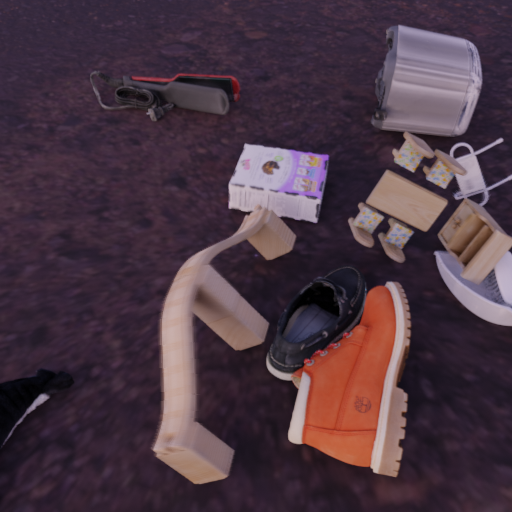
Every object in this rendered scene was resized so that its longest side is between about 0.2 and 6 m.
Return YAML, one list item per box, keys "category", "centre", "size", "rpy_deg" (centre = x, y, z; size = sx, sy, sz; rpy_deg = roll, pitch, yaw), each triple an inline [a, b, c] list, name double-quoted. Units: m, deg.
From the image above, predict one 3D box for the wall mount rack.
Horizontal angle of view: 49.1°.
- category: "wall mount rack"
  centre: [4.268, -1.644, 10.747]
  size: [1.129, 1.299, 0.484]
  rpy_deg: [-18, 14, 25]

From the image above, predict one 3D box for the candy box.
- category: "candy box"
  centre: [0.459, -1.455, 10.987]
  size: [1.746, 0.625, 1.465]
  rpy_deg: [10, 44, 7]

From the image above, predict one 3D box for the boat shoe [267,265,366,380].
- category: "boat shoe"
  centre: [1.000, 0.783, 8.631]
  size: [0.932, 0.827, 2.493]
  rpy_deg: [29, 50, 29]

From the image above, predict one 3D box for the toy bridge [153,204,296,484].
- category: "toy bridge"
  centre: [-0.501, 0.741, 8.197]
  size: [0.630, 1.556, 4.628]
  rpy_deg: [-25, 32, 36]

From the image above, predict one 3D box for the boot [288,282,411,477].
- category: "boot"
  centre: [1.343, 1.449, 7.864]
  size: [1.577, 1.103, 2.941]
  rpy_deg: [7, 46, 15]

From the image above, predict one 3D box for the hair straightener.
- category: "hair straightener"
  centre: [-2.385, -3.912, 13.413]
  size: [3.806, 0.779, 1.464]
  rpy_deg: [13, 46, 13]

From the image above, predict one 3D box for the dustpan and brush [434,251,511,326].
- category: "dustpan and brush"
  centre: [4.002, 0.689, 8.754]
  size: [1.977, 0.811, 2.833]
  rpy_deg: [4, 45, 4]

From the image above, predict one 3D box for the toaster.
- category: "toaster"
  centre: [3.795, -3.890, 12.655]
  size: [2.065, 1.817, 3.198]
  rpy_deg: [10, 41, 7]

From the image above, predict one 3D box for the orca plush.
- category: "orca plush"
  centre: [-3.687, 2.326, 6.898]
  size: [3.092, 1.099, 1.627]
  rpy_deg: [-33, 53, -29]

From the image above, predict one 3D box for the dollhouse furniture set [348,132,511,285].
- category: "dollhouse furniture set"
  centre: [2.899, -0.623, 9.229]
  size: [2.098, 1.839, 1.394]
  rpy_deg: [24, 26, -14]
